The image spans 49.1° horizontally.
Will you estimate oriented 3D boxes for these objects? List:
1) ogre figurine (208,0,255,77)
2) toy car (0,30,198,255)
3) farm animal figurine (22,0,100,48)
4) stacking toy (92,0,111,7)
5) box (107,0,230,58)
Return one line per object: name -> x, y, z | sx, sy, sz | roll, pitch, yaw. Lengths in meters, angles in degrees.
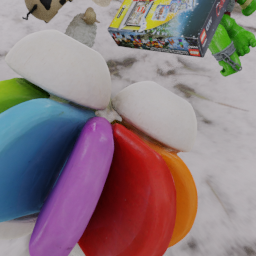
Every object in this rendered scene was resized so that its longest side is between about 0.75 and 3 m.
ogre figurine -> 1.989, -2.594, 5.680 | 1.644, 2.742, 1.345 | 24, 8, -26
toy car -> -0.412, 0.451, 2.630 | 2.426, 2.123, 1.819 | 25, 13, -22
farm animal figurine -> -1.482, -3.707, 6.460 | 2.959, 2.992, 1.560 | -60, 25, 0
stacking toy -> -0.520, -4.427, 8.254 | 1.082, 1.082, 1.481 | 34, 73, 28
box -> 0.726, -1.908, 3.768 | 1.323, 0.365, 1.937 | 19, 75, 32
